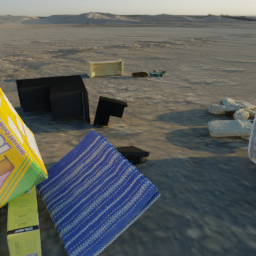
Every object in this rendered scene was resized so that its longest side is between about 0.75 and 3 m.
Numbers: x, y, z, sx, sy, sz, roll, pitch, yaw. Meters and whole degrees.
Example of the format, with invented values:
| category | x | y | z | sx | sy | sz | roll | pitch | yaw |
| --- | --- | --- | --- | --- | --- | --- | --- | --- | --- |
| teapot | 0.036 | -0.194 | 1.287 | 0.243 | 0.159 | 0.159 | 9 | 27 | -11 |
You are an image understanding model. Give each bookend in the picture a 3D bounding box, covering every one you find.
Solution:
| category | x | y | z | sx | sy | sz | roll | pitch | yaw |
| --- | --- | --- | --- | --- | --- | --- | --- | --- | --- |
| bookend | -0.525 | -0.425 | 8.298 | 0.851 | 0.846 | 0.392 | 12 | 19 | -9 |
| bookend | -2.437 | -0.881 | 8.936 | 2.188 | 1.014 | 2.202 | -7 | 26 | -14 |

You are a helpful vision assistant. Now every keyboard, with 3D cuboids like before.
| category | x | y | z | sx | sy | sz | roll | pitch | yaw |
| --- | --- | --- | --- | --- | --- | --- | --- | --- | --- |
| keyboard | -0.347 | 0.725 | 6.147 | 1.814 | 0.359 | 0.944 | -5 | 15 | -37 |

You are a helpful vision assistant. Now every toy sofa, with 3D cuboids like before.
| category | x | y | z | sx | sy | sz | roll | pitch | yaw |
| --- | --- | --- | --- | --- | --- | --- | --- | --- | --- |
| toy sofa | -1.173 | -3.061 | 14.207 | 1.793 | 0.743 | 0.875 | -8 | 26 | -17 |

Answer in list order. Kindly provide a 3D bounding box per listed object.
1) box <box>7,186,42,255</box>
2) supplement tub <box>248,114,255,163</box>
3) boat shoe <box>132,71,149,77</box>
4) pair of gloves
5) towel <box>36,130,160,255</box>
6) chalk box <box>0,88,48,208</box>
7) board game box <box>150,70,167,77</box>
| category | x | y | z | sx | sy | sz | roll | pitch | yaw |
| --- | --- | --- | --- | --- | --- | --- | --- | --- | --- |
| box | -1.659 | 1.310 | 4.456 | 0.430 | 0.645 | 1.714 | -5 | 23 | -20 |
| supplement tub | 4.097 | 0.246 | 5.390 | 2.974 | 1.822 | 1.822 | 18 | 29 | 34 |
| boat shoe | 0.623 | -2.697 | 13.929 | 0.841 | 0.300 | 0.271 | 4 | 25 | 12 |
| pair of gloves | 3.613 | -0.355 | 8.414 | 2.343 | 0.483 | 2.756 | 6 | 24 | 14 |
| towel | -0.670 | 0.975 | 4.710 | 1.608 | 0.265 | 2.220 | -41 | 38 | -10 |
| chalk box | -3.052 | 0.543 | 4.191 | 2.929 | 1.813 | 1.822 | -32 | 32 | -10 |
| board game box | 1.581 | -2.810 | 14.393 | 0.633 | 0.132 | 0.936 | 9 | 26 | 19 |
